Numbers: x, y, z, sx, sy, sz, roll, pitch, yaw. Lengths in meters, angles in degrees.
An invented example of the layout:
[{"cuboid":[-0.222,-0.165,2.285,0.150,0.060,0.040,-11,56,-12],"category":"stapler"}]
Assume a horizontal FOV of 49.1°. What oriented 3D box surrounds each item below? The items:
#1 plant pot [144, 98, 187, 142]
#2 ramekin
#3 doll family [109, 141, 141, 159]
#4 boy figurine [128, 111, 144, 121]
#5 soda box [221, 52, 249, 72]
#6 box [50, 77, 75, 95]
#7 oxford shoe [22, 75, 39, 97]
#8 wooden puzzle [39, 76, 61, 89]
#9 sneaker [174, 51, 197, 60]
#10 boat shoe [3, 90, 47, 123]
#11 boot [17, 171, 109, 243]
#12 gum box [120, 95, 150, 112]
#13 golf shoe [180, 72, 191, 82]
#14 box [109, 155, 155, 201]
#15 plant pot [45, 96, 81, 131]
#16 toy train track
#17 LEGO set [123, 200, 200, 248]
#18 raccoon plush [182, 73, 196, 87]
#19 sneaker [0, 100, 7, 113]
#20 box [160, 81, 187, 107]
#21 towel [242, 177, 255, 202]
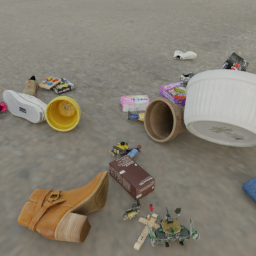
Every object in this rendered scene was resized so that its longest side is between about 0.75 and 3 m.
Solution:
[{"cuboid":[1.536,-0.306,9.848,1.324,1.518,1.518,-5,31,-37],"category":"plant pot"},{"cuboid":[3.113,-0.474,8.790,2.846,2.846,1.494,12,75,18],"category":"ramekin"},{"cuboid":[-0.048,0.717,9.096,1.103,0.433,0.637,25,38,26],"category":"doll family"},{"cuboid":[0.584,-0.449,10.744,1.176,0.379,0.731,1,11,4],"category":"boy figurine"},{"cuboid":[4.877,-2.583,13.228,0.995,0.890,2.811,37,41,3],"category":"soda box"},{"cuboid":[-3.153,-1.991,13.181,0.913,0.278,1.133,-20,39,-32],"category":"box"},{"cuboid":[-4.432,-1.788,12.539,0.614,0.652,1.743,-3,34,-6],"category":"oxford shoe"},{"cuboid":[-3.641,-2.153,13.020,0.761,0.190,0.822,18,50,30],"category":"wooden puzzle"},{"cuboid":[3.303,-4.149,16.260,1.320,0.496,0.535,8,45,21],"category":"sneaker"},{"cuboid":[-3.986,-0.932,11.118,2.507,0.902,0.824,20,26,33],"category":"boat shoe"},{"cuboid":[-1.548,1.776,7.184,1.746,0.832,2.257,7,32,18],"category":"boot"},{"cuboid":[0.278,-1.030,11.651,1.178,0.390,0.669,-3,35,-5],"category":"gum box"},{"cuboid":[3.136,-2.410,13.556,1.219,0.561,0.442,-5,34,-10],"category":"golf shoe"},{"cuboid":[0.083,1.386,8.019,0.672,0.503,1.342,-24,42,-31],"category":"box"},{"cuboid":[-2.358,-0.635,10.475,1.233,1.233,1.160,-2,19,-3],"category":"plant pot"},{"cuboid":[0.445,2.441,6.737,0.627,0.178,1.092,17,38,24],"category":"toy train track"},{"cuboid":[0.811,2.367,6.711,1.245,0.543,1.917,-20,26,-30],"category":"LEGO set"},{"cuboid":[2.920,-1.998,12.259,1.104,0.534,0.740,18,46,24],"category":"raccoon plush"},{"cuboid":[-5.684,-0.653,10.738,0.758,0.819,2.030,23,40,27],"category":"sneaker"},{"cuboid":[2.704,-1.599,12.459,2.148,0.420,1.470,-15,37,-21],"category":"box"},{"cuboid":[3.855,1.940,7.278,0.926,0.402,1.658,-15,38,-20],"category":"towel"}]
